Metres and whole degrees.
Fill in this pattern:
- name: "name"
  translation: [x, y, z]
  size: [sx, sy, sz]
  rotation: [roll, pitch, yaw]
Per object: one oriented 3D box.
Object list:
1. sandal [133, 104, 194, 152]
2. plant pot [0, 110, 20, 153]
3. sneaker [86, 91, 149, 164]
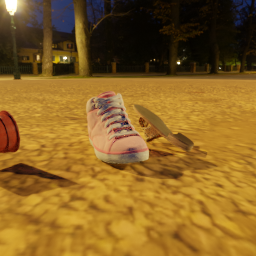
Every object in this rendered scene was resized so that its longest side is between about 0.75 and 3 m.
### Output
- name: "sandal"
  translation: [0.683, 0.146, 7.001]
  size: [0.735, 0.659, 2.004]
  rotation: [3, 29, -49]
- name: "plant pot"
  translation: [-2.712, 0.165, 5.397]
  size: [0.892, 0.892, 0.867]
  rotation: [10, 19, 39]
- name: "sneaker"
  translation: [-0.364, -0.108, 6.228]
  size: [0.956, 1.328, 2.541]
  rotation: [-7, 14, -21]
